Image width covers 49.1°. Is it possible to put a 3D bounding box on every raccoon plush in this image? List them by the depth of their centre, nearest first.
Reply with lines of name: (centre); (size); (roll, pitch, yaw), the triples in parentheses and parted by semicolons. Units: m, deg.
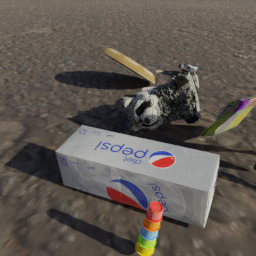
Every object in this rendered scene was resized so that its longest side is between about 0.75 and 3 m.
raccoon plush: (0.985, -0.658, 7.541); (1.762, 1.272, 2.630); (-13, 6, 22)

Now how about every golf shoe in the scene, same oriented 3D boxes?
golf shoe: (2.318, -2.242, 10.844); (0.564, 0.464, 1.193); (17, 14, -16)

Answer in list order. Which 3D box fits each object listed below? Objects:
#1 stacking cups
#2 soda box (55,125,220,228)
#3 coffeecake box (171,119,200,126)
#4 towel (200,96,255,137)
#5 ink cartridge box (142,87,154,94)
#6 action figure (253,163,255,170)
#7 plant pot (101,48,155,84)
stacking cups: (0.299, 1.449, 4.044); (0.296, 0.980, 0.296); (4, 34, -3)
soda box: (0.137, 0.815, 5.300); (2.904, 0.921, 0.991); (11, 37, 21)
coffeecake box: (1.628, -0.534, 8.046); (0.778, 0.370, 1.013); (4, 41, 4)
towel: (2.438, -0.290, 6.557); (1.558, 1.119, 0.177); (-16, 58, -38)
ink cartridge box: (0.775, -0.926, 8.801); (0.706, 0.411, 0.977); (-2, 30, 11)
action figure: (2.841, 0.134, 4.957); (1.312, 2.427, 2.509); (3, 40, 31)
plant pot: (0.071, -2.257, 9.982); (2.209, 0.304, 2.209); (30, 10, -6)
